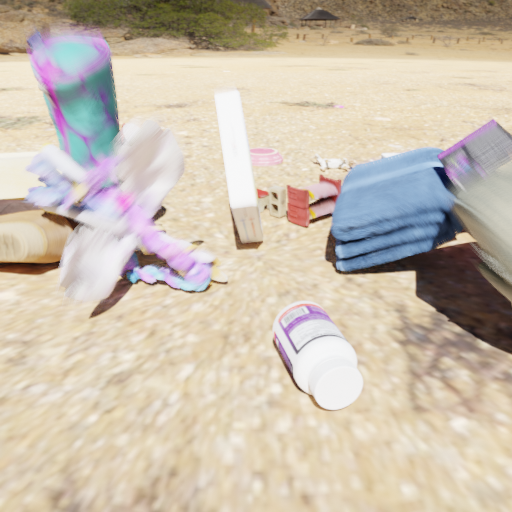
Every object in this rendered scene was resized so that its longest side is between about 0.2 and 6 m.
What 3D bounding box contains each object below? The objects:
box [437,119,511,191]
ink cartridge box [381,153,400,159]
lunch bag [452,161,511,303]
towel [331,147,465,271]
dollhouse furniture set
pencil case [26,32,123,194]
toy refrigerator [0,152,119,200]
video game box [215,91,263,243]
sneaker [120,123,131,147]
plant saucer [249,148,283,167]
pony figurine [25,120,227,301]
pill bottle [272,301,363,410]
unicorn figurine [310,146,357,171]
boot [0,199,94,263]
[{"bbox_3d":[2.822,-1.306,7.174,0.860,0.217,1.204,-33,14,22],"label":"box"},{"bbox_3d":[3.517,-2.108,12.785,1.025,0.257,1.181,-2,24,-6],"label":"ink cartridge box"},{"bbox_3d":[3.076,-0.068,5.633,1.498,1.804,2.150,-30,5,15],"label":"lunch bag"},{"bbox_3d":[2.130,-0.836,8.438,1.811,0.787,3.244,-14,18,20],"label":"towel"},{"bbox_3d":[0.617,-1.083,9.831,0.858,0.649,1.595,-23,31,-37],"label":"dollhouse furniture set"},{"bbox_3d":[-2.220,-1.689,7.103,0.905,2.128,0.983,33,56,19],"label":"pencil case"},{"bbox_3d":[-3.954,-1.590,10.901,2.433,0.851,0.924,-6,17,-16],"label":"toy refrigerator"},{"bbox_3d":[-0.228,-1.214,8.120,0.401,1.713,1.560,-9,-17,-1],"label":"video game box"},{"bbox_3d":[-2.491,-2.162,12.268,1.121,1.063,2.730,13,17,-25],"label":"sneaker"},{"bbox_3d":[0.126,-2.391,13.427,1.042,0.264,1.042,-1,23,0],"label":"plant saucer"},{"bbox_3d":[-1.681,-0.495,6.928,2.511,2.091,2.424,28,-6,25],"label":"pony figurine"},{"bbox_3d":[0.583,0.934,5.322,0.612,0.612,1.098,-6,25,-13],"label":"pill bottle"},{"bbox_3d":[1.701,-2.134,12.762,1.101,0.406,0.756,16,15,2],"label":"unicorn figurine"},{"bbox_3d":[-3.700,-0.445,8.423,2.764,1.000,2.299,9,14,16],"label":"boot"}]
